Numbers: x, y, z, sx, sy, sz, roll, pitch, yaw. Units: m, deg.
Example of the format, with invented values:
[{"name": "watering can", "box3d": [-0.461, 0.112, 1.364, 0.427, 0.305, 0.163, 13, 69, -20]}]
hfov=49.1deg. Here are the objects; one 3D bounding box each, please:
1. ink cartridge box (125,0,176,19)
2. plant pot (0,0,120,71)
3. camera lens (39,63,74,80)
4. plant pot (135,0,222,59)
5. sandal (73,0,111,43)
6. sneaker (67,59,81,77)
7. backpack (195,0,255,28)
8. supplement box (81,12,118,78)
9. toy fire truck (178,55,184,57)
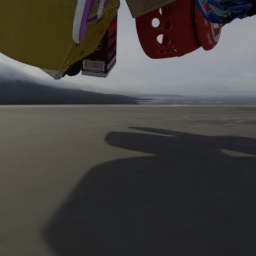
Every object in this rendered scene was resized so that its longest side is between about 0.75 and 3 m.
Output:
[{"name": "ink cartridge box", "box3d": [0.442, -3.582, 6.164, 1.483, 0.676, 1.800, -16, -38, 15]}, {"name": "plant pot", "box3d": [-1.855, -3.003, 6.533, 2.710, 2.791, 2.728, -47, 2, 43]}, {"name": "camera lens", "box3d": [-2.541, -2.392, 9.250, 1.443, 1.154, 1.154, 35, -8, -22]}, {"name": "plant pot", "box3d": [1.505, -3.128, 7.936, 2.000, 2.196, 2.196, 4, 7, 31]}, {"name": "sandal", "box3d": [-0.492, -2.518, 5.038, 0.523, 2.127, 0.865, 17, -7, -3]}, {"name": "sneaker", "box3d": [-2.220, -3.247, 10.783, 0.901, 2.378, 1.041, -12, 51, -38]}, {"name": "backpack", "box3d": [1.708, -2.865, 4.344, 1.844, 2.502, 2.741, -26, 3, 19]}, {"name": "supplement box", "box3d": [-0.853, -3.137, 8.527, 0.858, 2.817, 1.533, 8, 31, 7]}, {"name": "toy fire truck", "box3d": [2.551, -3.385, 10.886, 1.294, 0.832, 1.139, -5, 22, 32]}]
